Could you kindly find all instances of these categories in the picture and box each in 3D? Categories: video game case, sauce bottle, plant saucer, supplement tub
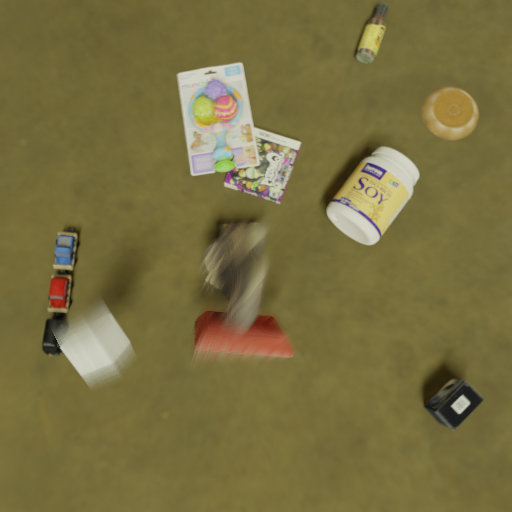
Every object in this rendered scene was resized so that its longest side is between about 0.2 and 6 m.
[{"bbox_3d":[0.136,-1.908,11.657,1.247,0.246,1.376,19,81,5],"label":"video game case"},{"bbox_3d":[2.534,-4.817,12.075,0.422,0.422,1.305,19,83,3],"label":"sauce bottle"},{"bbox_3d":[4.151,-3.067,11.881,1.206,0.214,1.206,0,80,0],"label":"plant saucer"},{"bbox_3d":[2.309,-1.182,11.049,1.206,1.206,1.659,37,83,6],"label":"supplement tub"},{"bbox_3d":[-0.245,1.272,9.526,1.577,1.574,0.289,7,99,-7],"label":"plant saucer"}]

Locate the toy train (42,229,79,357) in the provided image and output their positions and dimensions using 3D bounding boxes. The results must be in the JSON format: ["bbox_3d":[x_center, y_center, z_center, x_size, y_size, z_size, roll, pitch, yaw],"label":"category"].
[{"bbox_3d":[-3.877,0.690,11.039,0.435,0.584,2.548,4,80,0],"label":"toy train"}]

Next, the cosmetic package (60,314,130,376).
[{"bbox_3d":[-2.565,1.423,8.958,0.731,0.608,0.612,-24,105,26],"label":"cosmetic package"}]

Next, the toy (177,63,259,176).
[{"bbox_3d":[-0.819,-2.951,11.566,1.423,0.583,2.471,-9,76,-1],"label":"toy"}]

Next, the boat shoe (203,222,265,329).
[{"bbox_3d":[-0.435,0.292,10.135,1.084,2.958,1.102,7,116,-3],"label":"boat shoe"}]

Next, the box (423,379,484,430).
[{"bbox_3d":[3.698,2.783,10.565,0.811,0.805,0.500,-42,83,-7],"label":"box"}]
